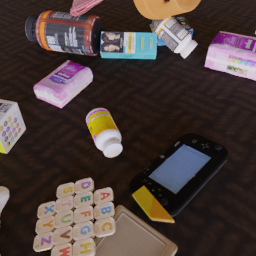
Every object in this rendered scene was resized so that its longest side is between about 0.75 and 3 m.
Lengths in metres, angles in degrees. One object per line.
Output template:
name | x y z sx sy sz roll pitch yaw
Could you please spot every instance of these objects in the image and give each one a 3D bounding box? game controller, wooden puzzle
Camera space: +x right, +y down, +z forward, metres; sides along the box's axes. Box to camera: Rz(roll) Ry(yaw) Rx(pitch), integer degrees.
game controller | 1.354 1.088 7.266 1.455 0.587 2.789 35 54 29
wooden puzzle | -0.032 2.603 5.776 2.655 0.310 1.791 -42 53 -19

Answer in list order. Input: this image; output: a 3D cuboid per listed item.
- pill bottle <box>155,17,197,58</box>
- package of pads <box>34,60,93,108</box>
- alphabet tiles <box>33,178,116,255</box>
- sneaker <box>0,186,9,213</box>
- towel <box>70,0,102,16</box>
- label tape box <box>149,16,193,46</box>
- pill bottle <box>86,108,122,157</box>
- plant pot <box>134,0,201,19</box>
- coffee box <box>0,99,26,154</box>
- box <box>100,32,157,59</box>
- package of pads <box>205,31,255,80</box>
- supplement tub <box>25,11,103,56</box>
pill bottle | 1.968 -3.676 11.425 1.631 0.949 0.949 43 54 2
package of pads | -2.218 -1.560 9.817 1.134 0.712 1.881 24 50 19
alphabet tiles | -1.220 2.025 6.331 1.870 0.140 1.912 -14 45 6
sneaker | -3.064 2.429 5.893 1.242 0.933 2.493 22 48 -3
towel | -0.674 -4.346 7.704 1.795 0.283 2.492 -7 63 38
label tape box | 1.921 -4.665 12.938 1.543 0.677 2.140 -6 46 -6
pill bottle | -0.666 0.134 8.083 0.765 0.765 1.467 -16 47 -15
plant pot | 1.467 -4.790 9.372 2.275 2.275 1.593 -30 38 -27
coffee box | -3.823 -0.091 8.066 1.103 1.101 1.091 12 46 11
box | 0.027 -3.373 11.437 2.252 0.553 0.927 1 82 1
package of pads | 4.547 -2.773 10.783 2.789 1.055 1.681 20 47 19
supplement tub | -2.640 -3.959 11.584 2.981 1.594 1.594 11 46 11
